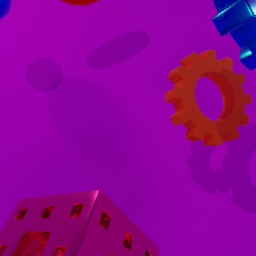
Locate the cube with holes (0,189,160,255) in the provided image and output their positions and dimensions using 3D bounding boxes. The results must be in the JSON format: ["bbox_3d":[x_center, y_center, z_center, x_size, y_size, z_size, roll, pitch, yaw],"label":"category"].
[{"bbox_3d":[-0.509,1.304,2.411,1.042,1.042,1.042,-14,39,32],"label":"cube with holes"}]

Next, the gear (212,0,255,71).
[{"bbox_3d":[1.653,-1.610,3.432,2.068,0.382,2.068,13,67,-34],"label":"gear"}]

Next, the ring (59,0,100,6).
[{"bbox_3d":[-1.049,-3.596,5.872,1.918,1.918,0.384,-27,37,-8],"label":"ring"}]

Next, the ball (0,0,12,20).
[{"bbox_3d":[-2.941,-2.720,5.842,0.945,0.945,0.945,0,72,0],"label":"ball"}]

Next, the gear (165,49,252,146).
[{"bbox_3d":[1.519,-0.556,5.203,1.734,0.321,1.734,3,81,-23],"label":"gear"}]
